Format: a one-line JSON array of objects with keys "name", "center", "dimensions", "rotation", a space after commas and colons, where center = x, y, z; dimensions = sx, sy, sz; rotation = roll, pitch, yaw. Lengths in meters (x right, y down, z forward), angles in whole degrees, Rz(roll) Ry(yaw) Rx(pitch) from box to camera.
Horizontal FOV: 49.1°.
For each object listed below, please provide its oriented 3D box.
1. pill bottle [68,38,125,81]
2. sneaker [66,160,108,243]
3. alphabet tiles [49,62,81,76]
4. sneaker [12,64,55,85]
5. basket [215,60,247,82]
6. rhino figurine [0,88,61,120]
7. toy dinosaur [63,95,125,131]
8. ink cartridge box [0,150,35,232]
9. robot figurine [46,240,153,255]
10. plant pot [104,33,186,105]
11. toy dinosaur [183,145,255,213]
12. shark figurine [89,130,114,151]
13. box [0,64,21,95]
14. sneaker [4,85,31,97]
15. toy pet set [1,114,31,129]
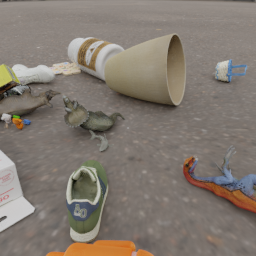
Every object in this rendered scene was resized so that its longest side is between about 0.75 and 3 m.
[{"name": "pill bottle", "center": [-1.463, -3.173, 12.539], "dimensions": [1.578, 1.578, 2.759], "rotation": [-24, 38, -35]}, {"name": "sneaker", "center": [-0.799, 1.129, 5.727], "dimensions": [0.734, 0.983, 2.190], "rotation": [0, 30, -1]}, {"name": "alphabet tiles", "center": [-2.959, -2.842, 13.446], "dimensions": [1.622, 0.121, 1.659], "rotation": [-19, 35, -28]}, {"name": "sneaker", "center": [-4.071, -2.086, 11.695], "dimensions": [2.135, 0.799, 1.064], "rotation": [5, 43, 17]}, {"name": "basket", "center": [4.419, -2.466, 12.010], "dimensions": [1.226, 0.853, 1.081], "rotation": [0, 28, 29]}, {"name": "rhino figurine", "center": [-3.386, -0.840, 9.247], "dimensions": [2.411, 0.721, 1.054], "rotation": [-14, 29, -9]}, {"name": "toy dinosaur", "center": [-1.068, -0.236, 8.316], "dimensions": [2.437, 0.938, 1.246], "rotation": [20, 11, -36]}, {"name": "ink cartridge box", "center": [-3.374, 1.083, 5.850], "dimensions": [2.790, 0.946, 1.606], "rotation": [26, 39, 37]}, {"name": "robot figurine", "center": [-0.288, 2.200, 3.825], "dimensions": [1.863, 1.086, 1.340], "rotation": [3, -11, 6]}, {"name": "plant pot", "center": [0.547, -2.032, 10.185], "dimensions": [2.584, 2.420, 2.420], "rotation": [2, 28, 26]}, {"name": "toy dinosaur", "center": [2.106, 1.165, 5.791], "dimensions": [1.980, 1.146, 2.182], "rotation": [-9, 37, 22]}, {"name": "shark figurine", "center": [-0.727, 0.290, 7.831], "dimensions": [0.513, 0.359, 0.859], "rotation": [-15, 35, -26]}, {"name": "box", "center": [-4.711, -1.112, 8.804], "dimensions": [2.435, 0.610, 0.917], "rotation": [-28, 3, -2]}, {"name": "sneaker", "center": [-3.917, -1.325, 10.407], "dimensions": [1.530, 0.574, 0.884], "rotation": [24, 35, 36]}, {"name": "toy pet set", "center": [-4.132, -0.094, 8.344], "dimensions": [1.671, 0.887, 1.560], "rotation": [20, 3, 15]}]
